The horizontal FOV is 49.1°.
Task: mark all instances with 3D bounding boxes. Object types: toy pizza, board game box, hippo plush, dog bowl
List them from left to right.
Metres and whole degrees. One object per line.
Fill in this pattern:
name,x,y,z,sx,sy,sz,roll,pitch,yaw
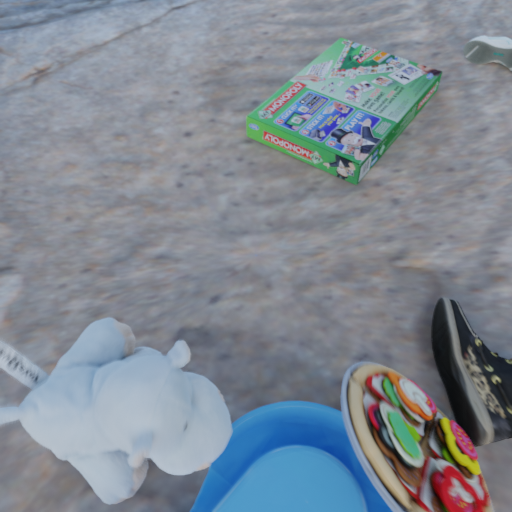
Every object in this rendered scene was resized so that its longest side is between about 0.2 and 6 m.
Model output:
hippo plush,-1.286,1.380,5.861,1.929,2.399,1.911,-19,42,34
dog bowl,-0.129,3.293,5.442,2.228,0.991,3.998,33,56,24
board game box,1.823,-3.046,11.149,2.436,0.527,3.619,28,55,22
toy pizza,1.828,2.051,6.016,2.284,0.362,2.284,34,27,-20

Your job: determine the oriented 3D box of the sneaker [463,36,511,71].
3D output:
sneaker,5.595,-4.480,12.302,1.880,0.661,0.753,28,52,23

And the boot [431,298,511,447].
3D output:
boot,3.185,1.408,7.225,1.487,0.723,1.975,-3,51,-3
